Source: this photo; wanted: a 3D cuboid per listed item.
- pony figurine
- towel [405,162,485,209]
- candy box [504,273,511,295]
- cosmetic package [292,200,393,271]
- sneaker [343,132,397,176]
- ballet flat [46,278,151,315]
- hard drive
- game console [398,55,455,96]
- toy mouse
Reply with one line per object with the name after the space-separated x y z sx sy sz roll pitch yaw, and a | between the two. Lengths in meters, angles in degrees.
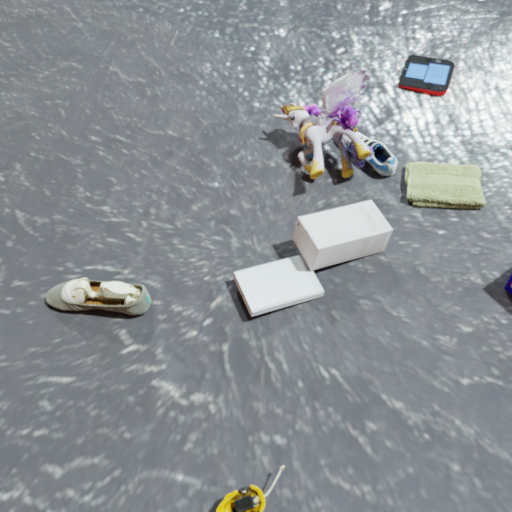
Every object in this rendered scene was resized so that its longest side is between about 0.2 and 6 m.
1.609 -2.718 11.897 2.052 1.770 2.126 -21 64 0 | pony figurine
3.922 -1.489 11.689 1.608 0.293 1.193 5 55 4 | towel
5.750 0.455 10.000 1.898 0.731 1.605 -30 58 -19 | candy box
1.613 -0.409 10.547 1.619 0.687 0.871 -14 55 -18 | cosmetic package
2.443 -2.358 12.157 0.573 0.578 1.595 -33 59 -21 | sneaker
-2.833 0.637 9.940 1.935 0.616 0.652 5 54 4 | ballet flat
0.402 0.517 10.198 1.416 0.186 0.934 -14 55 -18 | hard drive
4.256 -4.526 13.958 1.192 0.209 1.348 18 55 12 | game console
-0.046 4.042 7.619 1.818 0.352 1.616 -22 57 -15 | toy mouse
